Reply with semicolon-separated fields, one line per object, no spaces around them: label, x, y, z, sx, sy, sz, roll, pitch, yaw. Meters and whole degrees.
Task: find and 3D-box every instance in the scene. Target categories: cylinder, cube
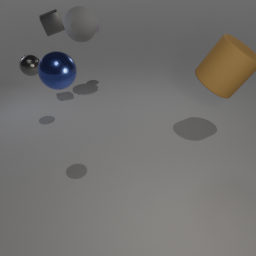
cylinder;3.013;-1.860;8.499;1.400;1.400;1.400;24;36;-19
cube;-2.848;-3.948;10.495;0.700;0.700;0.700;-23;32;-3

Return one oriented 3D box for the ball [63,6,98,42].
ball;-1.956;-4.268;11.553;1.400;1.400;1.400;0;31;0

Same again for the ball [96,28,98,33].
ball;-1.691;-4.570;12.679;0.700;0.700;0.700;0;31;0

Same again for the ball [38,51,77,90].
ball;-1.305;-1.059;5.192;0.700;0.700;0.700;0;31;0

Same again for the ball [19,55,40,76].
ball;-3.238;-2.077;9.308;0.700;0.700;0.700;0;31;0
